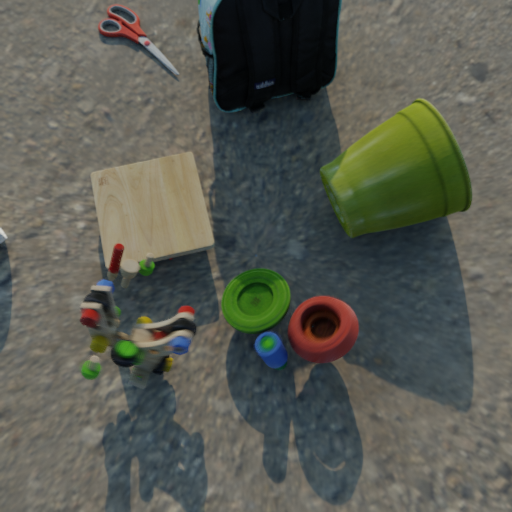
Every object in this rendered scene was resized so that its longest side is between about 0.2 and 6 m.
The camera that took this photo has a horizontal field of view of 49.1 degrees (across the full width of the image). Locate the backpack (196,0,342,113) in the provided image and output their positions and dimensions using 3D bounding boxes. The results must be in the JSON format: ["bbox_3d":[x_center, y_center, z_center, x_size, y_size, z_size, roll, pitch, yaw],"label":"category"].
[{"bbox_3d":[0.200,-4.807,11.118,2.865,3.259,2.498,-12,71,-3],"label":"backpack"}]

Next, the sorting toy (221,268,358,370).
[{"bbox_3d":[0.576,1.308,10.113,2.555,1.049,1.535,20,66,27],"label":"sorting toy"}]

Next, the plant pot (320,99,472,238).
[{"bbox_3d":[2.483,-1.440,10.659,2.211,2.297,2.297,-24,71,4],"label":"plant pot"}]

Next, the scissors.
[{"bbox_3d":[-2.545,-5.005,12.850,2.491,0.174,0.911,31,71,12],"label":"scissors"}]

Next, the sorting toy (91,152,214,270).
[{"bbox_3d":[-2.013,-0.800,11.032,2.046,0.716,2.058,-13,70,-5],"label":"sorting toy"}]

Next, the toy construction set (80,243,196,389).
[{"bbox_3d":[-2.231,1.216,9.781,1.937,1.784,2.322,-1,53,-27],"label":"toy construction set"}]

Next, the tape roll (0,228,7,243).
[{"bbox_3d":[-5.408,-0.730,10.644,0.491,1.404,1.404,-40,75,-13],"label":"tape roll"}]
